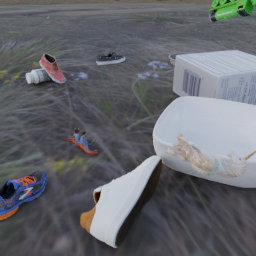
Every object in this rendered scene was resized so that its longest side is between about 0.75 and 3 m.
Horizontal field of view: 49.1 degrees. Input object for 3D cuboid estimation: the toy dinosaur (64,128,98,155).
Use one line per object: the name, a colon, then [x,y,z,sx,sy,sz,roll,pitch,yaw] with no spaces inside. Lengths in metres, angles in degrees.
toy dinosaur: [-1.075,0.410,6.925,0.512,0.975,0.885,30,30,-40]

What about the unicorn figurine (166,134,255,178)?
unicorn figurine: [0.976,0.376,3.368,0.812,0.437,1.183,28,22,28]

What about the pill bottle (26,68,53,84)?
pill bottle: [-3.490,-2.066,11.089,0.982,0.544,0.544,-23,36,-35]

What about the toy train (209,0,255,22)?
toy train: [2.902,-3.137,7.123,0.453,0.613,2.173,20,-2,-29]

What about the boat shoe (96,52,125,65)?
boat shoe: [-0.833,-3.449,13.648,1.557,0.516,0.545,-14,32,-24]

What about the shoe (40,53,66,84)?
shoe: [-2.875,-2.304,10.857,1.254,0.570,0.448,45,54,-5]

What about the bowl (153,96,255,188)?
bowl: [2.010,0.283,6.331,2.656,0.991,2.652,12,31,20]

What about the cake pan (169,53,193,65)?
cake pan: [2.820,-3.312,13.613,1.696,0.311,1.696,0,28,0]

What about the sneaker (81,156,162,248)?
sneaker: [-0.068,1.078,5.086,0.901,0.775,2.129,15,33,24]

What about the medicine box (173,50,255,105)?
medicine box: [3.276,-1.566,9.269,2.705,1.392,2.464,-9,30,-18]

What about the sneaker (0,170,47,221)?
sneaker: [-2.015,1.148,5.238,0.490,0.510,1.300,15,32,23]
